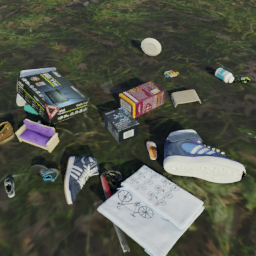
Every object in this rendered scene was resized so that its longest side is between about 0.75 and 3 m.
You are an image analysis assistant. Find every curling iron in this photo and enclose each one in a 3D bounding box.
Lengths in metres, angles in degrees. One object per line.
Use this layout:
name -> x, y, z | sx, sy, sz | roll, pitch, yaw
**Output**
curling iron -> -0.341, 2.365, 8.506 | 0.702, 0.362, 2.834 | -7, 41, -9

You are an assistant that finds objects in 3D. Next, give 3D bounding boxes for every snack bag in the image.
snack bag -> 0.676, 2.319, 8.304 | 2.399, 0.272, 2.545 | 32, 41, 28

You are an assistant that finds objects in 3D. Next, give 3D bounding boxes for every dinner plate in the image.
dinner plate -> 1.310, -4.618, 16.083 | 1.195, 1.195, 0.145 | 14, 57, 16

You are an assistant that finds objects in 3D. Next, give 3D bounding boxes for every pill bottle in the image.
pill bottle -> 4.932, -2.654, 14.272 | 0.516, 0.516, 0.932 | -22, 45, -23

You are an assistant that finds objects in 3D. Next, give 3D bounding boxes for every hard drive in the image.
hard drive -> -4.400, -2.092, 13.726 | 1.792, 0.357, 2.717 | -8, 41, -9

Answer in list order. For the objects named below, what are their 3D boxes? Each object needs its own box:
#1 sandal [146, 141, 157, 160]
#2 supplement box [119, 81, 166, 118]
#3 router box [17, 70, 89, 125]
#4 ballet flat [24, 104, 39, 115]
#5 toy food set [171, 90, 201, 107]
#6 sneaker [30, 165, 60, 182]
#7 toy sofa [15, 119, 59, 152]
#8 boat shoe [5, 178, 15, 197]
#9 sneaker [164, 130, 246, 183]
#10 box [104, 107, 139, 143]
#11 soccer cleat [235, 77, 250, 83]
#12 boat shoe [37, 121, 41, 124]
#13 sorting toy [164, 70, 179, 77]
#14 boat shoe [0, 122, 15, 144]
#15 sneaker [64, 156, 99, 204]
sandal -> 0.925, 0.769, 10.449 | 0.356, 0.266, 0.929 | -5, 41, -6
supplement box -> 0.643, -1.286, 12.437 | 1.866, 0.799, 1.030 | -26, 47, -27
router box -> -3.219, -1.397, 12.037 | 2.594, 0.806, 1.944 | 40, 42, 25
ballet flat -> -3.782, -0.787, 12.181 | 1.384, 0.470, 0.473 | 16, 32, 3
toy food set -> 2.648, -1.322, 12.897 | 1.214, 0.367, 0.871 | -10, 41, 1
sneaker -> -2.863, 1.528, 9.482 | 1.012, 0.370, 0.414 | 8, 41, 9
toy sofa -> -3.453, 0.276, 10.625 | 1.544, 0.753, 0.639 | 17, 50, 18
boat shoe -> -3.858, 1.886, 9.133 | 0.281, 0.277, 0.781 | -20, 44, -22
sneaker -> 2.629, 0.754, 9.815 | 2.708, 1.091, 1.983 | 5, 45, 14
box -> -0.279, -0.138, 11.195 | 0.940, 0.678, 1.267 | -21, 45, -23
soccer cleat -> 5.795, -2.400, 14.170 | 0.819, 0.276, 0.332 | -11, 44, -16
boat shoe -> -3.706, 0.051, 11.299 | 0.304, 0.320, 0.888 | -2, 50, -3
sorting toy -> 2.301, -2.902, 14.825 | 0.870, 0.119, 0.490 | -19, 48, -24
boat shoe -> -5.257, 0.454, 10.489 | 0.730, 0.689, 2.028 | 23, 46, 25
sneaker -> -1.481, 1.609, 9.166 | 1.028, 0.664, 1.895 | -4, 38, -1
